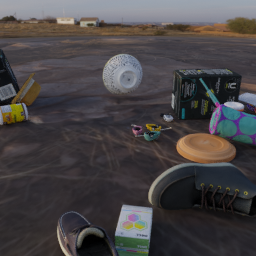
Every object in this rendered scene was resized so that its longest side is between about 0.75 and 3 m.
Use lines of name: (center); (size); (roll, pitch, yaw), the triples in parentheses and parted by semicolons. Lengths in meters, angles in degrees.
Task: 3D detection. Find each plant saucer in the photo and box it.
plant saucer: (2.326, 0.546, 8.366); (1.708, 0.276, 1.708); (0, 23, 0)

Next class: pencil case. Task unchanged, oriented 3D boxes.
pencil case: (3.683, -0.047, 8.464); (2.261, 1.045, 0.962); (14, -7, 8)

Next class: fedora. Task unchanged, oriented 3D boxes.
fedora: (-4.392, -1.566, 12.374); (0.746, 1.829, 1.829); (35, 12, -22)

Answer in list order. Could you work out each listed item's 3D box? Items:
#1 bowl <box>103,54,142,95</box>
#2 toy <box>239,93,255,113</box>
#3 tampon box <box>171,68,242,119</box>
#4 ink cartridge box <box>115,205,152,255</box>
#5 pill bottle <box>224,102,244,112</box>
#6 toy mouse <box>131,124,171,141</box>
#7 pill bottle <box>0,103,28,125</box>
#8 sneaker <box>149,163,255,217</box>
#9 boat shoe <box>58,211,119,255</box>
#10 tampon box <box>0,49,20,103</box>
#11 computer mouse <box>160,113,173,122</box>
bowl: (-0.109, -2.330, 12.813); (1.947, 1.947, 0.914); (-7, 24, -16)
toy: (5.497, -0.818, 11.281); (1.334, 0.547, 2.317); (-15, 28, -38)
tampon box: (3.006, -1.379, 11.075); (2.282, 1.710, 1.441); (-1, 23, -3)
ink cartridge box: (0.102, 1.895, 5.042); (0.595, 0.340, 1.145); (4, 23, 8)
pill bottle: (3.423, -0.262, 9.232); (0.618, 1.082, 0.618); (0, 23, 0)
toy mouse: (0.574, 0.175, 9.247); (1.376, 0.266, 1.223); (12, 25, 27)
pill bottle: (-4.394, -0.506, 10.356); (1.221, 0.667, 0.667); (-14, 26, -28)
sneaker: (1.677, 1.319, 5.676); (2.366, 0.885, 1.257); (-8, 22, -22)
boat shoe: (-0.612, 1.908, 4.559); (0.754, 0.679, 2.095); (-13, 26, -26)
tampon box: (-6.207, -2.206, 12.443); (2.089, 1.759, 2.787); (-24, 29, -14)
computer mouse: (1.513, -0.389, 10.742); (0.454, 0.182, 0.828); (4, 17, -3)
